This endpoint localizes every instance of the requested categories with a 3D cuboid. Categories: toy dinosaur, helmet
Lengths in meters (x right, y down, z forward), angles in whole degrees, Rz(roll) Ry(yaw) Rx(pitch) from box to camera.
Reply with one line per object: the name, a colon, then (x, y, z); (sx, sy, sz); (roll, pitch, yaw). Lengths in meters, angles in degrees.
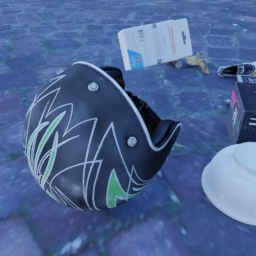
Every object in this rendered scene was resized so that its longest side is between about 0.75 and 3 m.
toy dinosaur: (2.801, -2.878, 11.846); (0.981, 0.565, 1.940); (-27, 43, -30)
helmet: (-0.582, 0.183, 5.290); (2.826, 2.826, 2.694); (24, 23, 29)

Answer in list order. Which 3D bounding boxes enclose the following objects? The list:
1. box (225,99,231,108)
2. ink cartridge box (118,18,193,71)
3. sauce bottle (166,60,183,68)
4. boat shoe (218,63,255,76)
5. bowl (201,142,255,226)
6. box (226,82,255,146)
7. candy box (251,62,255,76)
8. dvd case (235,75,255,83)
box: (3.685, -0.637, 9.014); (0.661, 0.177, 1.091); (-12, 38, -16)
ink cartridge box: (0.961, -2.912, 9.824); (2.346, 1.359, 0.782); (-15, 11, -13)
sauce bottle: (1.806, -3.050, 12.136); (0.535, 0.535, 1.654); (-13, 40, -17)
boat shoe: (4.285, -2.255, 10.879); (1.455, 0.522, 0.493); (-2, 11, 2)
bowl: (2.733, 0.972, 6.109); (2.109, 0.948, 2.109); (0, 35, 0)
box: (4.108, -0.184, 7.321); (2.634, 1.397, 1.610); (5, 36, 8)
candy box: (5.695, -2.540, 11.637); (1.778, 0.235, 0.909); (-22, 44, -27)
dvd case: (5.055, -1.436, 10.074); (2.077, 0.257, 1.561); (6, 35, 8)
